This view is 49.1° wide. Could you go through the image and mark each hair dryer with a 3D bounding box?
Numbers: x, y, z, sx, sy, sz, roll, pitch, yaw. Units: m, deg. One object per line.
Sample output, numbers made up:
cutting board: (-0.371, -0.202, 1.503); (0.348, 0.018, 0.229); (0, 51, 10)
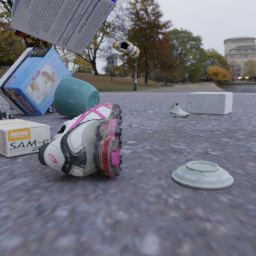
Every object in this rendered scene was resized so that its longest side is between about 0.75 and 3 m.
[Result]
hair dryer: (-3.871, -3.894, 10.138); (0.418, 1.171, 1.537); (-21, -24, -38)

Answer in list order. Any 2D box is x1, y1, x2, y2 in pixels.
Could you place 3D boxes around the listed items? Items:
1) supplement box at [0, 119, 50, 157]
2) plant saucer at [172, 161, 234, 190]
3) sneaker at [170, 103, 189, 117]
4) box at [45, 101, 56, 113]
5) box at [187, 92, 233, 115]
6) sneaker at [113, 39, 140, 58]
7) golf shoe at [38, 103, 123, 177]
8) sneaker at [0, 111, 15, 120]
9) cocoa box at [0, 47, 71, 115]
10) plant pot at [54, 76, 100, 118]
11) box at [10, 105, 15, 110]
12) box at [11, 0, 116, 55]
supplement box: (-2.530, 0.177, 6.203); (0.969, 0.565, 1.537); (-9, 12, -44)
plant saucer: (1.119, 0.666, 4.232); (0.901, 0.226, 0.901); (0, 8, 0)
sneaker: (2.244, -0.793, 12.335); (0.384, 0.585, 1.016); (-8, 12, -41)
box: (-4.162, -1.117, 14.071); (1.037, 0.685, 0.595); (4, 7, 30)
box: (4.069, -1.256, 13.930); (1.871, 0.995, 1.425); (6, 11, 33)
sneaker: (-0.225, -3.792, 12.820); (1.735, 0.650, 0.782); (34, 5, 41)
golf shoe: (-0.737, 0.082, 5.287); (1.324, 1.044, 2.876); (0, 9, 0)
sneaker: (-4.036, -0.103, 7.579); (1.888, 0.733, 0.815); (-6, 8, -34)
cocoa box: (-4.367, -2.224, 13.172); (1.823, 1.853, 2.778); (7, 55, 31)
plant pot: (-2.020, -1.188, 11.758); (1.377, 1.716, 1.716); (16, 14, 21)
box: (-5.857, -1.272, 16.230); (1.179, 0.326, 1.472); (3, 9, 22)
box: (-1.566, -2.997, 6.751); (1.901, 0.998, 1.749); (14, -41, -35)
